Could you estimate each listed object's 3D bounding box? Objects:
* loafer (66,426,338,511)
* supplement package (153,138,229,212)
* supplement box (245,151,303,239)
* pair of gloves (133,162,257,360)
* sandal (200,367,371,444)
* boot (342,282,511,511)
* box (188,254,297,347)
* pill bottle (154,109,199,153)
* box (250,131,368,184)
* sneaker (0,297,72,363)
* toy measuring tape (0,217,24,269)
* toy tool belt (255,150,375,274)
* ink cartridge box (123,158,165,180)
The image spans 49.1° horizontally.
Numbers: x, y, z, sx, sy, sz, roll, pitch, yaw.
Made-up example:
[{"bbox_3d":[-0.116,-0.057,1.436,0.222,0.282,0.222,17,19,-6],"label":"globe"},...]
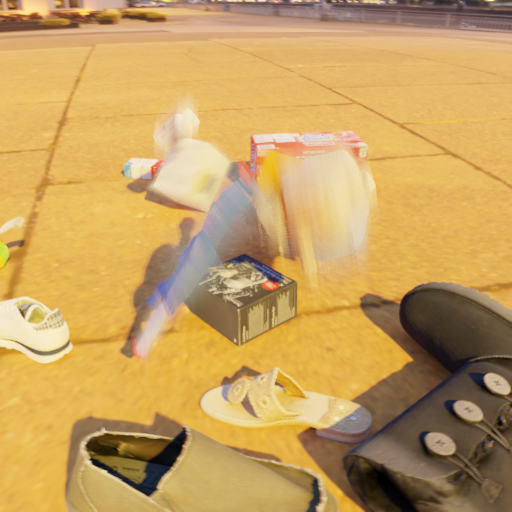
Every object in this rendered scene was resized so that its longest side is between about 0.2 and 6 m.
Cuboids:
[{"bbox_3d":[-0.606,2.399,5.719,2.892,1.007,1.087,3,29,6],"label":"loafer"},{"bbox_3d":[-1.474,-1.875,12.858,0.984,1.306,0.991,20,-7,31],"label":"supplement package"},{"bbox_3d":[0.564,-1.083,10.651,0.931,1.383,1.403,17,2,11],"label":"supplement box"},{"bbox_3d":[-0.894,-0.064,8.259,0.407,2.869,3.569,33,12,-7],"label":"pair of gloves"},{"bbox_3d":[0.365,1.755,7.190,2.238,0.736,0.821,8,30,14],"label":"sandal"},{"bbox_3d":[2.231,1.773,6.930,2.875,1.145,3.488,23,41,39],"label":"boot"},{"bbox_3d":[-0.227,0.676,9.188,1.248,0.714,1.371,-24,35,-35],"label":"box"},{"bbox_3d":[-1.567,-2.495,11.114,0.870,0.484,0.484,-39,26,14],"label":"pill bottle"},{"bbox_3d":[1.269,-2.283,13.998,2.756,1.316,1.374,-4,29,-7],"label":"box"},{"bbox_3d":[-3.685,0.963,8.607,1.981,0.797,0.757,10,32,21],"label":"sneaker"},{"bbox_3d":[-4.729,-0.148,10.362,1.896,0.697,0.697,-22,18,29],"label":"toy measuring tape"},{"bbox_3d":[1.016,-0.490,8.109,1.574,1.549,2.521,-12,21,21],"label":"toy tool belt"},{"bbox_3d":[-2.934,-2.342,15.108,1.100,0.370,0.639,5,29,10],"label":"ink cartridge box"}]
